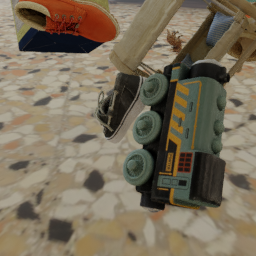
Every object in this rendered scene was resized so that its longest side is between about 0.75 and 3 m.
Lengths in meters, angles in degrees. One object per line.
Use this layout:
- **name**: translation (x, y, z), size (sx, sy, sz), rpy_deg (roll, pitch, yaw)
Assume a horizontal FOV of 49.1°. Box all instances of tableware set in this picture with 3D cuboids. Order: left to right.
- **tableware set**: translation (2.843, -1.617, 5.191), size (1.721, 0.522, 2.604), rpy_deg (31, -12, -33)

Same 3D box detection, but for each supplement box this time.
- **supplement box**: translation (-1.850, -3.388, 7.672), size (2.245, 2.243, 1.507), rpy_deg (-10, 0, -39)

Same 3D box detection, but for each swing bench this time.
- **swing bench**: translation (0.918, -1.447, 4.669), size (1.937, 1.926, 1.256), rpy_deg (35, 19, -5)

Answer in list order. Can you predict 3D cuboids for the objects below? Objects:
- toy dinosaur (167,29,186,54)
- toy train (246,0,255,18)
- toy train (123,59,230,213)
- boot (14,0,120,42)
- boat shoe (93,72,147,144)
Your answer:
- **toy dinosaur**: translation (1.636, -3.050, 9.947), size (0.971, 0.658, 0.417), rpy_deg (36, 42, -10)
- **toy train**: translation (3.760, -3.235, 7.236), size (2.342, 1.759, 0.651), rpy_deg (-38, 22, 24)
- **toy train**: translation (0.644, 0.071, 3.398), size (1.105, 1.939, 0.826), rpy_deg (-3, -22, 43)
- **boot**: translation (-1.082, -1.949, 5.135), size (1.879, 0.705, 1.007), rpy_deg (21, 46, -10)
- **boat shoe**: translation (-0.235, -0.291, 4.793), size (0.662, 1.937, 0.715), rpy_deg (17, 68, -11)
